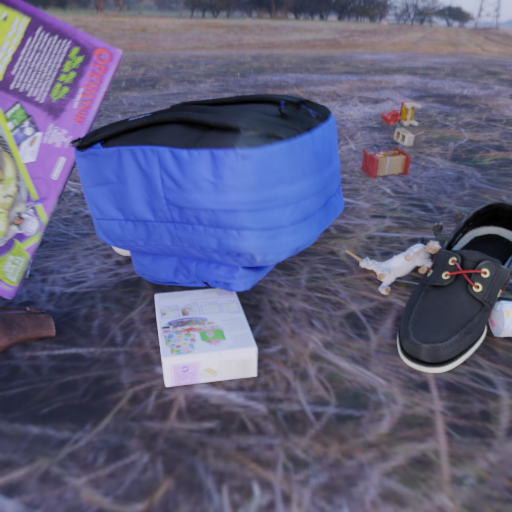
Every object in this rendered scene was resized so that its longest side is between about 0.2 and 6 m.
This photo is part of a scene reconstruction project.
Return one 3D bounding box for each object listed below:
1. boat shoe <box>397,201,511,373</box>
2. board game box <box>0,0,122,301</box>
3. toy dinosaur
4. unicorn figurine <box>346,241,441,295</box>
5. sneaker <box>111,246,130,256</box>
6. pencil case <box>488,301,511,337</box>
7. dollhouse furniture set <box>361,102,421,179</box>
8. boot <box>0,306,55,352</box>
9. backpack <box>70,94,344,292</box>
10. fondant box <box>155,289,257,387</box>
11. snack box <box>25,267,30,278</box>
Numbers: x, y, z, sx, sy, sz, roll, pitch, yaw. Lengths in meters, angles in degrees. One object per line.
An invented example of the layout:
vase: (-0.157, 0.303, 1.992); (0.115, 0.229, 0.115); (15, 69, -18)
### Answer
boat shoe: (3.166, 0.360, 8.599); (1.248, 1.069, 3.411); (23, 50, 32)
board game box: (-4.441, -1.943, 9.294); (2.825, 4.706, 0.760); (23, -11, -12)
toy dinosaur: (3.587, -0.071, 10.214); (2.212, 0.851, 1.131); (-9, 45, -2)
unicorn figurine: (2.436, 0.169, 9.878); (1.763, 0.651, 1.211); (-14, 13, 21)
sneaker: (-1.418, -0.664, 11.574); (3.127, 1.324, 1.139); (-28, 53, -11)
pencil case: (4.207, 0.939, 8.518); (1.256, 0.570, 0.522); (-3, 29, -5)
dollhouse furniture set: (3.690, -3.234, 15.498); (1.110, 2.063, 0.839); (-6, 31, -16)
boot: (-4.087, 0.994, 8.597); (1.481, 0.644, 1.780); (-7, 23, -41)
backpack: (-0.383, -1.002, 8.617); (3.448, 2.893, 2.802); (1, 30, 28)
fondant box: (-0.784, 1.120, 8.201); (1.271, 0.513, 1.761); (-4, 25, -12)
snack box: (-4.958, -0.063, 10.703); (1.255, 0.467, 1.765); (-7, 27, -14)
